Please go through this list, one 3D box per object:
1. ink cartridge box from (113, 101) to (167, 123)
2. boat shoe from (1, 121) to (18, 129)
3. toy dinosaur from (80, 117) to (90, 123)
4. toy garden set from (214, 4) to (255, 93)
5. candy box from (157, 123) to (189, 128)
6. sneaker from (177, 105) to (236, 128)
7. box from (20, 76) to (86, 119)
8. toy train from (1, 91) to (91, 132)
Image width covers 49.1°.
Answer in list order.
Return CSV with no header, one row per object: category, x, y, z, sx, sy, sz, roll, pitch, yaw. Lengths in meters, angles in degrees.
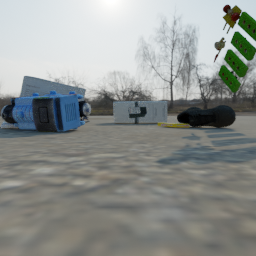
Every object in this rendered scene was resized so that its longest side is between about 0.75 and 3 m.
ink cartridge box,0.525,-0.754,13.505,2.470,1.026,1.811,0,3,-3
boat shoe,-3.788,-0.227,8.996,0.505,0.459,1.374,-1,3,-19
toy dinosaur,-2.449,-0.523,13.232,1.394,0.807,1.536,-21,0,38
toy garden set,3.849,-2.928,10.022,0.505,2.111,2.532,-11,-39,-15
candy box,1.540,-0.102,9.606,0.553,0.143,1.082,-2,3,-29
sneaker,2.522,-0.299,9.246,0.922,0.771,2.031,-17,10,-40
box,-2.868,-0.942,10.381,2.140,1.399,2.129,10,0,-19
toy train,-2.363,-0.466,7.887,2.617,1.134,1.495,1,9,26
